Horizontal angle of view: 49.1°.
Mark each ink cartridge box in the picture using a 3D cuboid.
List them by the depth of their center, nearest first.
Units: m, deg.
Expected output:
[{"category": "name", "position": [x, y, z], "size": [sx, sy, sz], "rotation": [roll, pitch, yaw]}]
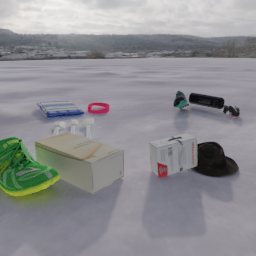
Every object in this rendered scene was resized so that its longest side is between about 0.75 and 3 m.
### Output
[{"category": "ink cartridge box", "position": [1.082, 0.628, 6.639], "size": [1.049, 0.757, 0.439], "rotation": [-12, 20, -17]}]

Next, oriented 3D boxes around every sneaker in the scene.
[{"category": "sneaker", "position": [-2.471, 0.746, 5.997], "size": [2.395, 1.001, 0.887], "rotation": [12, 22, 32]}, {"category": "sneaker", "position": [4.434, -0.735, 11.673], "size": [0.528, 0.491, 1.222], "rotation": [1, 18, -1]}, {"category": "sneaker", "position": [2.221, -1.303, 12.271], "size": [0.629, 0.740, 1.691], "rotation": [-23, -10, 15]}]

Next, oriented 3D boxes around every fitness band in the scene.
[{"category": "fitness band", "position": [-1.317, -0.902, 12.647], "size": [0.967, 0.252, 1.346], "rotation": [2, 18, -2]}]

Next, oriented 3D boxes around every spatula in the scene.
[{"category": "spatula", "position": [-1.928, 0.091, 9.612], "size": [1.546, 0.179, 2.223], "rotation": [-2, 21, -7]}]

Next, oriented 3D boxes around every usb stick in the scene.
[{"category": "usb stick", "position": [3.542, -1.250, 12.790], "size": [0.307, 0.522, 1.883], "rotation": [-1, 14, -37]}]

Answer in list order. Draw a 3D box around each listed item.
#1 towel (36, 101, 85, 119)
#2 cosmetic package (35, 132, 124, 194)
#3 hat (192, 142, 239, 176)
[{"category": "towel", "position": [-3.014, -0.837, 12.384], "size": [1.627, 0.264, 2.216], "rotation": [-7, 20, -27]}, {"category": "cosmetic package", "position": [-1.164, 0.727, 6.559], "size": [2.004, 0.732, 1.037], "rotation": [12, 21, 37]}, {"category": "hat", "position": [2.084, 0.658, 7.049], "size": [1.427, 0.575, 1.427], "rotation": [1, 17, 0]}]
